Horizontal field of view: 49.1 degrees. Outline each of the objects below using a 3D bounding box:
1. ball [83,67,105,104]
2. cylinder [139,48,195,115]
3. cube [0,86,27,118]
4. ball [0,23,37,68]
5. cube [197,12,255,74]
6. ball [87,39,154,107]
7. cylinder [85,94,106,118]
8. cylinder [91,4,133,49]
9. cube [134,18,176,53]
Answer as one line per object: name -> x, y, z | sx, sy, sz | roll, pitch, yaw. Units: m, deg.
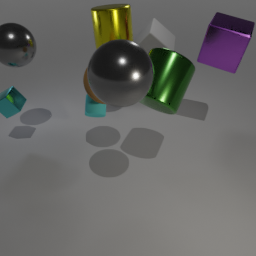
ball -> -0.630, -1.408, 8.375 | 1.400, 1.400, 1.400 | 0, 31, 0
cylinder -> 0.974, -1.283, 7.863 | 1.400, 1.400, 1.400 | 24, -4, 2
cube -> -4.111, -0.894, 9.746 | 0.700, 0.700, 0.700 | -22, 37, 23
ball -> -3.701, -2.672, 9.087 | 1.400, 1.400, 1.400 | 0, 31, 0
cube -> 3.430, -3.010, 9.848 | 1.400, 1.400, 1.400 | 22, 44, 13
ball -> -0.154, -1.137, 5.896 | 1.400, 1.400, 1.400 | 0, 31, 0
cylinder -> -1.087, -0.755, 9.430 | 0.700, 0.700, 0.700 | 2, -8, 0
cylinder -> -0.546, -3.601, 10.017 | 1.400, 1.400, 1.400 | -4, 30, 2
cube -> 1.168, -3.797, 12.798 | 1.400, 1.400, 1.400 | 34, 44, -21
